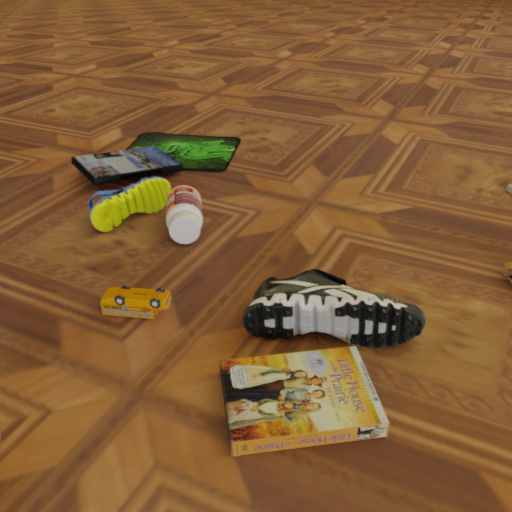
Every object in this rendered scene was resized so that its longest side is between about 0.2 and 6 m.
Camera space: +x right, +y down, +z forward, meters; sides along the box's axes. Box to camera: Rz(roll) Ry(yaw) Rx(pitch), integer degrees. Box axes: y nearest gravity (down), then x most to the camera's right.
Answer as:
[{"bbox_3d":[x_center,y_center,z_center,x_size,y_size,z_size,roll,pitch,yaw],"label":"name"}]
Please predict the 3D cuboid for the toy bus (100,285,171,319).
[{"bbox_3d":[-1.799,0.705,8.413,1.013,0.396,0.330,4,31,6],"label":"toy bus"}]

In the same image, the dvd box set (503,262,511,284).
[{"bbox_3d":[4.880,0.646,8.632,1.338,0.269,1.829,-4,33,-7],"label":"dvd box set"}]

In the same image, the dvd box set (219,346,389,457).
[{"bbox_3d":[0.528,1.737,6.909,1.855,0.273,1.357,-4,34,-6],"label":"dvd box set"}]

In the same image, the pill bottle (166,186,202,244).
[{"bbox_3d":[-1.342,-0.770,10.469,0.677,0.677,1.235,-3,32,-5],"label":"pill bottle"}]

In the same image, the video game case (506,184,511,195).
[{"bbox_3d":[6.221,-1.126,11.497,1.437,0.181,1.579,-6,34,-9],"label":"video game case"}]

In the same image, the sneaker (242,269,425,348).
[{"bbox_3d":[1.118,0.659,8.076,2.530,0.841,1.144,2,35,7],"label":"sneaker"}]

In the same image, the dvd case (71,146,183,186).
[{"bbox_3d":[-2.915,-2.070,12.682,2.093,0.184,1.493,-15,35,-31],"label":"dvd case"}]

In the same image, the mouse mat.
[{"bbox_3d":[-1.890,-2.615,13.916,2.756,0.104,2.218,5,33,7],"label":"mouse mat"}]

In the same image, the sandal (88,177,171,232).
[{"bbox_3d":[-2.544,-1.136,11.041,1.879,0.747,0.818,-24,36,-35],"label":"sandal"}]
